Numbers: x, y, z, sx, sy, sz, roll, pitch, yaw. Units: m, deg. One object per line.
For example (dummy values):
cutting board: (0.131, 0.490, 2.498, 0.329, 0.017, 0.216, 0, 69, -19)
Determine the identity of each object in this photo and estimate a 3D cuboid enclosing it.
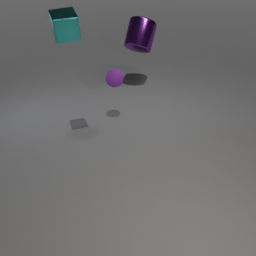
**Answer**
ball: (-0.521, -1.932, 10.870, 0.700, 0.700, 0.700, 0, 30, 0)
cylinder: (0.616, -4.656, 14.067, 1.400, 1.400, 1.400, 14, 2, -1)
cube: (-1.779, -2.889, 7.875, 0.700, 0.700, 0.700, -15, 49, -15)
